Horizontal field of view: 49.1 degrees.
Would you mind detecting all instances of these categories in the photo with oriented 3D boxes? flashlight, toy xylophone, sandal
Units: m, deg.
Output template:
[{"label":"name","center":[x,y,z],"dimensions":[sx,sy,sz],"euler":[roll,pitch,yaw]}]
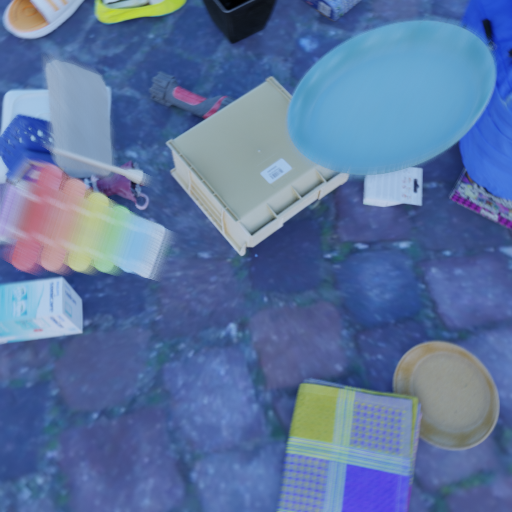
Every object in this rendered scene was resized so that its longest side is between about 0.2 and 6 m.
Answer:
[{"label":"flashlight","center":[-1.272,-3.293,11.713],"dimensions":[1.922,0.653,0.651],"euler":[27,67,11]},{"label":"toy xylophone","center":[-2.315,-0.548,7.603],"dimensions":[2.197,0.552,1.608],"euler":[8,98,-33]},{"label":"sandal","center":[-4.507,-6.468,12.885],"dimensions":[1.338,1.001,3.493],"euler":[34,71,14]}]

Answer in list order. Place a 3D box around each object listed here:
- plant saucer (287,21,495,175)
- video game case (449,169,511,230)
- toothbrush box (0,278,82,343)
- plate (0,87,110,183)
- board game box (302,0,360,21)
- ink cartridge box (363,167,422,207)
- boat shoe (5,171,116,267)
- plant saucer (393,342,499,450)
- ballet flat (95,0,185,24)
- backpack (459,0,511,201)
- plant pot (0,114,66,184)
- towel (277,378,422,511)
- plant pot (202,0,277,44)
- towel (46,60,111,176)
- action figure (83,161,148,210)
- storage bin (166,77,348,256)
[{"label":"plant saucer","center":[1.783,-2.126,7.666],"dimensions":[2.777,0.380,2.777],"euler":[-14,52,19]},{"label":"video game case","center":[4.835,-1.333,11.049],"dimensions":[1.579,0.283,1.432],"euler":[30,67,13]},{"label":"toothbrush box","center":[-3.919,0.962,9.589],"dimensions":[1.593,1.166,0.679],"euler":[-7,67,-5]},{"label":"plate","center":[-4.204,-2.623,11.577],"dimensions":[2.286,0.369,2.281],"euler":[-4,67,-2]},{"label":"board game box","center":[1.765,-6.728,13.227],"dimensions":[1.905,0.587,1.904],"euler":[41,73,16]},{"label":"ink cartridge box","center":[2.707,-1.392,11.119],"dimensions":[1.099,0.275,0.885],"euler":[9,67,0]},{"label":"boat shoe","center":[-3.652,-0.717,10.539],"dimensions":[2.908,1.049,1.047],"euler":[45,104,7]},{"label":"plant saucer","center":[3.070,2.219,9.045],"dimensions":[0.307,1.732,1.732],"euler":[-6,58,-48]},{"label":"ballet flat","center":[-2.645,-5.824,12.777],"dimensions":[2.084,0.698,0.696],"euler":[-16,69,-7]},{"label":"backpack","center":[5.226,-3.059,9.995],"dimensions":[3.273,3.380,4.028],"euler":[5,59,6]},{"label":"plant pot","center":[-3.633,-1.679,9.249],"dimensions":[0.915,0.915,0.823],"euler":[5,61,-46]},{"label":"towel","center":[1.455,3.486,8.920],"dimensions":[2.075,0.329,2.890],"euler":[12,68,6]},{"label":"plant pot","center":[-0.412,-5.613,12.396],"dimensions":[1.396,1.239,1.393],"euler":[-31,71,-12]},{"label":"towel","center":[-2.808,-2.174,8.911],"dimensions":[0.291,1.117,1.686],"euler":[-5,87,28]},{"label":"action figure","center":[-2.855,-1.366,10.993],"dimensions":[1.320,0.983,0.884],"euler":[-14,38,14]},{"label":"storage bin","center":[0.057,-1.706,10.742],"dimensions":[2.552,1.196,2.533],"euler":[-36,72,-15]}]
